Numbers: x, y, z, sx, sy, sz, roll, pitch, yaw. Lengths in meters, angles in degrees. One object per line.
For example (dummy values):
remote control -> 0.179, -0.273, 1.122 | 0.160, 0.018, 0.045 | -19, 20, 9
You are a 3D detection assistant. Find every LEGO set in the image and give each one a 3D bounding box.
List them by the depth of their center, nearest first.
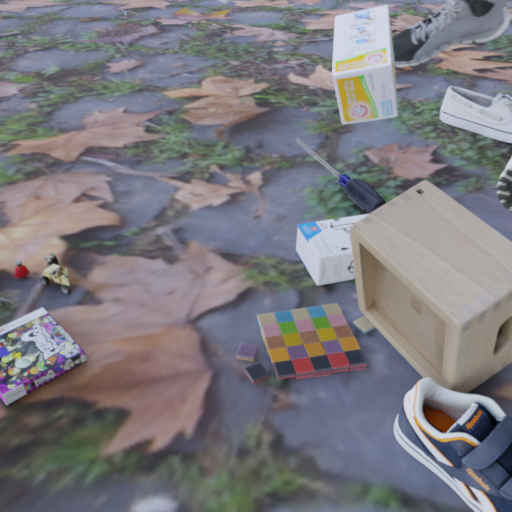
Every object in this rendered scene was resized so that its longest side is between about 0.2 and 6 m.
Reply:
LEGO set -> -3.784, 0.395, 7.720 | 1.502, 0.655, 2.312 | 25, 43, 31

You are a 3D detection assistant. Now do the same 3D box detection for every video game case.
video game case -> -2.864, 1.204, 6.973 | 1.048, 0.207, 1.157 | -28, 44, -33

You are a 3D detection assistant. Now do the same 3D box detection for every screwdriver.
screwdriver -> 1.538, -1.606, 10.767 | 0.447, 0.429, 3.072 | 17, 24, -33

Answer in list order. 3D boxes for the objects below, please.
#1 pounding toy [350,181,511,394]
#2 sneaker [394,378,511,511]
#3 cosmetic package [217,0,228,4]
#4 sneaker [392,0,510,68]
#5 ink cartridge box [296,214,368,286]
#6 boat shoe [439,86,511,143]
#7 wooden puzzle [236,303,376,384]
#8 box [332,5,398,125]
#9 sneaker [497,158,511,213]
pounding toy -> 2.250, 0.368, 6.760 | 1.564, 2.200, 2.026 | -31, 49, -11
sneaker -> 2.268, 1.971, 5.406 | 2.033, 0.807, 0.797 | 30, 44, 33
cosmetic package -> -0.614, -3.773, 7.179 | 0.767, 0.633, 0.632 | 16, 45, -13
sneaker -> 2.562, -3.352, 7.796 | 1.810, 1.045, 0.679 | -15, 64, 16
ink cartridge box -> 1.380, -0.125, 8.537 | 1.308, 0.552, 0.955 | -10, 37, -14
boat shoe -> 5.469, -3.211, 12.589 | 2.649, 0.870, 0.953 | 30, 45, 35
wooden puzzle -> 0.668, 1.091, 7.188 | 1.919, 0.135, 1.138 | -7, 36, -10
box -> 1.211, -2.116, 6.213 | 0.610, 0.677, 1.203 | -5, 49, 17
sneaker -> 2.682, -1.215, 4.756 | 0.786, 2.006, 0.902 | 34, 61, 23
